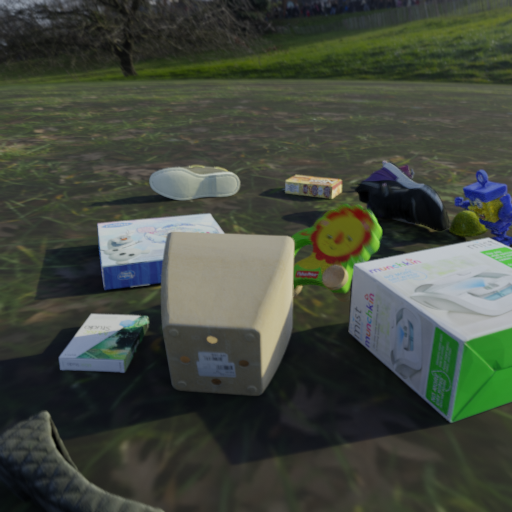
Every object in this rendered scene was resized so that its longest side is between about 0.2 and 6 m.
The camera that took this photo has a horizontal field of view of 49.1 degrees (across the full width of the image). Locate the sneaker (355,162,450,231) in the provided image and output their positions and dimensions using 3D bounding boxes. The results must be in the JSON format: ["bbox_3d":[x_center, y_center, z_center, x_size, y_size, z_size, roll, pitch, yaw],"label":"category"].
[{"bbox_3d":[3.247,-1.102,12.768,1.208,1.045,2.760,-30,32,-3],"label":"sneaker"}]

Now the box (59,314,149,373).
[{"bbox_3d":[-2.102,1.204,7.878,0.894,0.225,1.238,1,23,4],"label":"box"}]

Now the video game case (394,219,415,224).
[{"bbox_3d":[3.656,-1.007,13.420,0.889,0.107,0.976,19,29,39],"label":"video game case"}]

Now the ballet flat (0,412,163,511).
[{"bbox_3d":[-1.416,2.024,4.883,2.692,0.895,0.765,13,48,33],"label":"ballet flat"}]

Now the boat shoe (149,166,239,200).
[{"bbox_3d":[-1.664,-1.968,14.867,2.375,0.849,0.710,-1,22,-18],"label":"boat shoe"}]

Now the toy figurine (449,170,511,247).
[{"bbox_3d":[4.701,-1.073,11.079,1.408,1.599,2.669,-29,18,0],"label":"toy figurine"}]

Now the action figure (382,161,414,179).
[{"bbox_3d":[3.727,-2.127,15.729,1.286,0.958,0.862,-18,-12,4],"label":"action figure"}]

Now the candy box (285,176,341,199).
[{"bbox_3d":[1.548,-1.875,15.180,1.358,0.375,0.784,11,25,24],"label":"candy box"}]

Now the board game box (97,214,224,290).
[{"bbox_3d":[-1.784,-0.159,10.797,2.395,0.519,2.383,-6,23,-15],"label":"board game box"}]

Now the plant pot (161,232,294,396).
[{"bbox_3d":[-0.410,0.816,7.156,1.685,1.687,1.493,3,35,6],"label":"plant pot"}]

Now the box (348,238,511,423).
[{"bbox_3d":[2.895,0.835,7.529,2.506,1.212,2.211,-10,26,-21],"label":"box"}]

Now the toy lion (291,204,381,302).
[{"bbox_3d":[1.124,-0.105,8.840,1.626,0.558,1.558,0,61,37],"label":"toy lion"}]
